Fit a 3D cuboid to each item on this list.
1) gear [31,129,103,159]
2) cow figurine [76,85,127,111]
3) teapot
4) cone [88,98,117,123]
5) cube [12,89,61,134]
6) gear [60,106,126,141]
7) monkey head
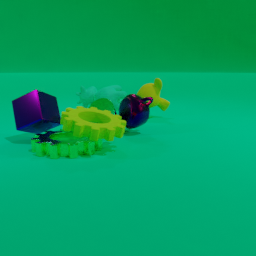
[{"bbox_3d":[-1.359,0.316,6.355,1.559,0.288,1.559,0,12,0],"label":"gear"},{"bbox_3d":[-0.924,-0.998,9.531,1.587,0.885,1.613,-9,22,-12],"label":"cow figurine"},{"bbox_3d":[0.196,-0.424,7.771,0.758,0.962,1.548,3,-29,-31],"label":"teapot"},{"bbox_3d":[-0.475,-0.138,7.880,1.092,1.092,1.096,10,-10,40],"label":"cone"},{"bbox_3d":[-2.241,-0.374,6.915,0.787,0.787,0.787,-20,-16,19],"label":"cube"},{"bbox_3d":[-0.749,-0.120,6.130,1.387,0.256,1.387,11,20,-4],"label":"gear"},{"bbox_3d":[0.871,-0.990,9.869,1.161,1.614,0.973,36,23,6],"label":"monkey head"}]
